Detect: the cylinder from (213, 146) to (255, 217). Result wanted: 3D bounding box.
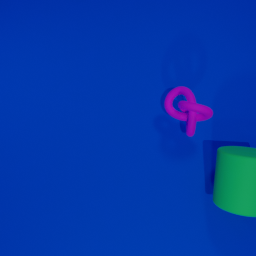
[{"bbox_3d":[2.583,1.128,6.227,1.249,1.249,1.249,3,97,1],"label":"cylinder"}]

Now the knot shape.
[{"bbox_3d":[1.386,-0.464,6.762,0.570,1.233,1.154,-34,72,-20],"label":"knot shape"}]
